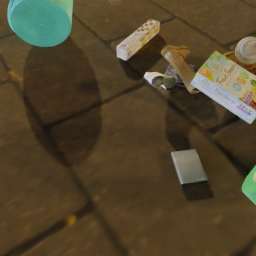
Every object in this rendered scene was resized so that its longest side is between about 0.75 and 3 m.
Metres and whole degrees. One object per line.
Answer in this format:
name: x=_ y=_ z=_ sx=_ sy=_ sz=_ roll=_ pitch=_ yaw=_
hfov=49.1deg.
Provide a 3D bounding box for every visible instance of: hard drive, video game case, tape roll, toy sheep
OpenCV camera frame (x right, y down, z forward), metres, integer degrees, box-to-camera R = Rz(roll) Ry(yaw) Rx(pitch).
hard drive: x=1.531 y=0.993 z=7.075 sx=0.671 sy=0.158 sz=0.961 roll=-7 pitch=49 yaw=-6
video game case: x=1.745 y=-1.875 z=9.548 sx=0.863 sy=0.115 sz=1.209 roll=17 pitch=52 yaw=14
tape roll: x=3.554 y=0.618 z=5.690 sx=2.686 sy=2.686 sz=0.646 roll=-37 pitch=76 yaw=-27
toy sheep: x=3.997 y=-2.541 z=9.201 sx=0.960 sy=1.392 sz=0.960 roll=0 pitch=90 yaw=10

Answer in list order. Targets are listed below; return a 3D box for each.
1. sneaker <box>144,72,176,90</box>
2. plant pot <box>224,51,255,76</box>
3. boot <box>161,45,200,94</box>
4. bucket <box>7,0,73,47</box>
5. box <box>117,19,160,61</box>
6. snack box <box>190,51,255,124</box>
sneaker: x=1.030 y=-1.519 z=8.670 sx=1.283 sy=0.478 sz=0.559 roll=6 pitch=31 yaw=-50
plant pot: x=4.000 y=-2.133 z=9.676 sx=1.880 sy=0.258 sz=1.880 roll=0 pitch=50 yaw=0
boot: x=1.972 y=-1.913 z=9.231 sx=1.513 sy=0.571 sz=1.727 roll=-15 pitch=64 yaw=-44
bucket: x=-3.135 y=-4.262 z=10.168 sx=2.420 sy=2.420 sz=1.574 roll=-5 pitch=59 yaw=-5
box: x=0.428 y=-3.384 z=10.608 sx=0.457 sy=0.490 sz=2.363 roll=27 pitch=54 yaw=22
snack box: x=3.113 y=-1.264 z=8.360 sx=2.078 sy=0.550 sz=1.478 roll=36 pitch=52 yaw=9
